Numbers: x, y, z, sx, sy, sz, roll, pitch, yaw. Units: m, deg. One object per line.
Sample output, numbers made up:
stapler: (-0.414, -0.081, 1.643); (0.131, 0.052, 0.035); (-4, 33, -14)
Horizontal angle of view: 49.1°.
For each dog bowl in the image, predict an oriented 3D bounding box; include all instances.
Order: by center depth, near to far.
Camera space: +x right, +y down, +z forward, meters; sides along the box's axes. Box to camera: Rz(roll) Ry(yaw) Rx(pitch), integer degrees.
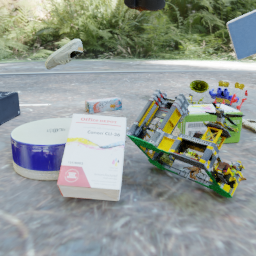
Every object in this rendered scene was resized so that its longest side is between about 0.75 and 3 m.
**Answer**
dog bowl: (-1.938, 0.476, 7.779); (2.418, 0.952, 2.418); (0, 18, 0)

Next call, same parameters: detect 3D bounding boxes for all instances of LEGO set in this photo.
LEGO set: (1.473, 0.177, 6.386); (2.798, 2.151, 1.621); (14, 66, 52)

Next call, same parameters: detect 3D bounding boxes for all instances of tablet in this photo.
tablet: (3.377, -2.591, 7.930); (0.876, 1.346, 0.092); (-19, 42, 21)

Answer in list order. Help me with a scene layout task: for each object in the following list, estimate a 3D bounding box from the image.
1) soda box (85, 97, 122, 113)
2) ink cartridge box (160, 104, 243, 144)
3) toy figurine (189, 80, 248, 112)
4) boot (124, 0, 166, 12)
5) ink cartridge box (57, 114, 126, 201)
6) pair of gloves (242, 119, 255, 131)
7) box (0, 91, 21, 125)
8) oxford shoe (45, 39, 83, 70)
soda box: (-1.168, -1.107, 13.461); (1.713, 0.545, 0.586); (-9, 20, -25)
ink cartridge box: (2.470, -0.369, 10.256); (2.080, 1.066, 2.815); (-3, 19, -9)
toy figurine: (4.601, -1.451, 14.349); (2.824, 1.490, 1.692); (12, -8, 26)
boot: (0.824, -4.419, 10.255); (1.537, 0.559, 1.633); (5, 12, 23)
ink cartridge box: (-0.704, 0.426, 6.239); (1.256, 0.728, 2.157); (4, 56, 0)
pair of gloves: (4.295, -0.176, 10.706); (1.618, 0.284, 1.375); (4, 12, 3)
box: (-5.883, -0.872, 11.791); (1.900, 1.115, 1.868); (3, 18, 5)
oxford shoe: (-2.173, -2.385, 9.485); (1.658, 0.479, 0.623); (-27, -4, 25)
